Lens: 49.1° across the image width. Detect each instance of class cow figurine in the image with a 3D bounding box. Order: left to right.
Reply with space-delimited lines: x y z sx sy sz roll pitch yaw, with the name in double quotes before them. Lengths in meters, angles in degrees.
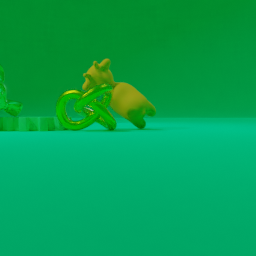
"cow figurine" -0.231 -0.822 6.803 1.699 0.933 1.672 40 0 34

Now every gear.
"gear" -2.215 -0.113 6.776 1.668 0.308 1.668 0 2 0

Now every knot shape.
"knot shape" -0.935 -0.405 6.126 1.313 0.648 1.403 -4 -38 4

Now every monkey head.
"monkey head" -2.961 -0.656 6.239 0.869 1.441 1.037 31 4 40
